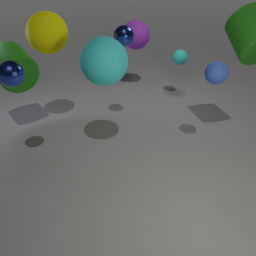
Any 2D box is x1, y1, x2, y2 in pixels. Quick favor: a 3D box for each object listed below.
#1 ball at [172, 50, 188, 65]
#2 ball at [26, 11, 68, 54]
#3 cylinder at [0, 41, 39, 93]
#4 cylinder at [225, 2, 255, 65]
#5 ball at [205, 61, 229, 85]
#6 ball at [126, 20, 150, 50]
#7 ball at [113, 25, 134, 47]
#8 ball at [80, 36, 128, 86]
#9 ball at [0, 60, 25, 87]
[{"bbox_3d":[2.437,-3.315,13.135,0.700,0.700,0.700,0,30,0],"label":"ball"},{"bbox_3d":[-2.769,-3.263,9.610,1.400,1.400,1.400,0,30,0],"label":"ball"},{"bbox_3d":[-4.115,-2.187,10.027,1.400,1.400,1.400,-21,48,-32],"label":"cylinder"},{"bbox_3d":[4.024,-2.988,8.967,1.400,1.400,1.400,-8,66,-14],"label":"cylinder"},{"bbox_3d":[2.711,-1.683,8.575,0.700,0.700,0.700,0,30,0],"label":"ball"},{"bbox_3d":[0.394,-4.617,13.893,1.400,1.400,1.400,0,30,0],"label":"ball"},{"bbox_3d":[-0.146,-3.134,9.547,0.700,0.700,0.700,0,30,0],"label":"ball"},{"bbox_3d":[-0.697,-1.937,8.167,1.400,1.400,1.400,0,30,0],"label":"ball"},{"bbox_3d":[-3.103,-1.437,7.430,0.700,0.700,0.700,0,30,0],"label":"ball"}]
